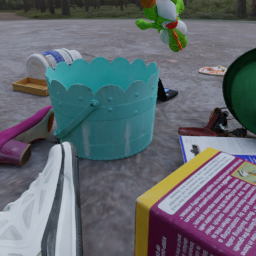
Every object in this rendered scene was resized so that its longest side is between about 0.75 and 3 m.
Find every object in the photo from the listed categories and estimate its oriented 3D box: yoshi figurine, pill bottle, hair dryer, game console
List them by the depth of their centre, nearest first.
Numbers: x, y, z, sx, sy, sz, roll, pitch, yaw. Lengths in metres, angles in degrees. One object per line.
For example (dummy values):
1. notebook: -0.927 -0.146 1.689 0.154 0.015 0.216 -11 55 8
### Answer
1. hair dryer: 1.993 0.033 6.825 1.542 0.419 1.175 -10 33 6
2. yoshi figurine: 0.952 -3.030 7.507 1.278 2.274 1.273 8 67 31
3. game console: 0.791 -1.584 9.824 1.622 0.944 1.426 19 32 34
4. pill bottle: -2.950 -2.604 11.616 1.244 1.244 2.242 15 29 28

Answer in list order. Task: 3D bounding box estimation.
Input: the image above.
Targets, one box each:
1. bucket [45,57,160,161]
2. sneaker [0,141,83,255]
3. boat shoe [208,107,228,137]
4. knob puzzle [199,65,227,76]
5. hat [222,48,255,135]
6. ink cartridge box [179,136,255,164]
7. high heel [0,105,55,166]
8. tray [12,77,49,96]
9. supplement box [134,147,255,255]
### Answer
1. bucket: -0.565 -0.578 6.716 2.747 1.787 2.747 0 25 0
2. sneaker: -1.509 1.105 3.936 1.673 1.097 2.907 -3 28 -10
3. boat shoe: 2.316 -0.121 7.258 0.513 0.482 1.426 5 26 10
4. knob puzzle: 4.031 -2.715 13.050 1.677 0.232 1.677 0 26 0
5. hat: 2.519 -0.100 5.507 2.511 2.363 2.853 -38 7 -30
6. ink cartridge box: 2.543 0.688 5.490 2.995 0.555 1.418 4 25 3
7. high heel: -2.528 -0.010 6.611 1.097 0.770 2.283 13 30 2
8. tray: -3.434 -1.559 10.474 1.618 0.300 0.798 14 34 25
9. supplement box: 1.510 1.421 3.021 2.521 1.301 1.650 23 33 39
